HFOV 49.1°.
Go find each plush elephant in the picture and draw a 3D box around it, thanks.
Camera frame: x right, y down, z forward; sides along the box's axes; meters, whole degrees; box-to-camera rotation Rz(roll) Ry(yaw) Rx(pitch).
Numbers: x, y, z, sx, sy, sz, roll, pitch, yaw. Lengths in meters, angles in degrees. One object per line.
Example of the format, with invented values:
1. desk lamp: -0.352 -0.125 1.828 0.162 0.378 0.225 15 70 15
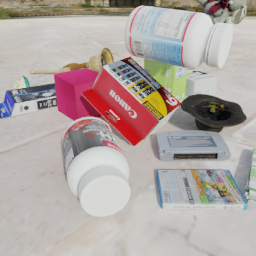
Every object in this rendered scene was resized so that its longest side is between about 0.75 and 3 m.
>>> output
1. plush elephant: 2.416 -3.082 6.944 1.330 1.030 1.095 15 62 -30

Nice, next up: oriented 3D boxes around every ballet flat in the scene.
1. ballet flat: -4.820 -1.950 12.618 0.649 0.768 2.030 -21 20 -12

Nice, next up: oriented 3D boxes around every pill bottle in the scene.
1. pill bottle: 1.186 -2.138 6.690 2.320 1.261 1.261 20 33 26
2. pill bottle: -0.759 0.820 6.518 1.377 1.377 2.487 -7 28 -14

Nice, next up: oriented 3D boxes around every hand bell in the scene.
1. hand bell: -2.374 -3.462 15.506 2.930 1.525 1.525 -1 24 25

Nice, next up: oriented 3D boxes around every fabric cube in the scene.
1. fabric cube: -1.669 -1.263 10.488 1.546 1.516 1.541 -21 33 -35

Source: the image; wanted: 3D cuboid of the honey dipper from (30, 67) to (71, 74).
1. honey dipper: -4.297 -3.086 15.399 2.287 0.434 0.434 -1 27 8

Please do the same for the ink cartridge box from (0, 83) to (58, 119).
1. ink cartridge box: -3.814 -1.181 11.321 2.948 0.578 1.466 -17 36 -29

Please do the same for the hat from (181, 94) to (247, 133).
1. hat: 2.701 -0.298 9.215 2.278 0.919 2.278 5 30 -3

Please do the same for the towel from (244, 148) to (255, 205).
1. towel: 3.858 1.291 6.863 1.734 0.357 2.325 15 28 22

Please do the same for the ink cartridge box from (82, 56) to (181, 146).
1. ink cartridge box: 0.145 -0.951 9.148 2.507 1.051 2.201 44 41 9

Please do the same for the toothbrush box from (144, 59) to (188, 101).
1. toothbrush box: 1.573 -2.389 11.869 1.654 2.272 0.978 23 35 39

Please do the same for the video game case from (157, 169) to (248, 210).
1. video game case: 1.673 1.424 6.677 1.869 0.166 1.338 0 26 1

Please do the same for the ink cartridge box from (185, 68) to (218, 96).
1. ink cartridge box: 2.975 -2.160 13.031 1.422 0.808 1.951 -14 30 -25

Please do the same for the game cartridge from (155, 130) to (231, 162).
1. game cartridge: 1.850 0.497 8.302 1.998 0.415 1.331 0 23 -1
